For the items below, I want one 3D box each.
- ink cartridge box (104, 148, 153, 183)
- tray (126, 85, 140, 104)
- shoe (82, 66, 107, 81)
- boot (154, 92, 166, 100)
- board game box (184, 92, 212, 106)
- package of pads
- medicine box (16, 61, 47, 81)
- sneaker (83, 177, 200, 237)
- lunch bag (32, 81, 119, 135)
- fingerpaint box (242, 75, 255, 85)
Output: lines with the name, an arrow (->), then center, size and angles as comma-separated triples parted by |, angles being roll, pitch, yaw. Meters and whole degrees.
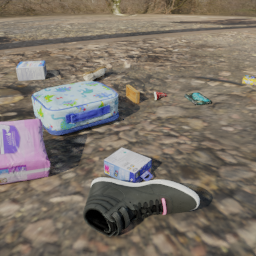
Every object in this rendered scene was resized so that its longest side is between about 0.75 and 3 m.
ink cartridge box -> 0.069, 1.017, 7.214 | 1.178, 0.450, 0.803 | 17, 32, 33
tray -> 0.202, -1.436, 11.869 | 0.190, 0.507, 1.028 | -11, 30, -22
shoe -> -1.665, -2.742, 14.490 | 0.685, 0.523, 1.958 | -22, 9, 34
boot -> 1.387, -1.384, 12.048 | 0.548, 0.275, 0.759 | 4, 24, 4
board game box -> 2.950, -1.239, 11.879 | 0.727, 0.151, 1.075 | -8, 28, -16
package of pads -> -3.307, 0.612, 6.978 | 2.519, 0.953, 1.518 | -6, 46, -21
medicine box -> -5.029, -3.020, 14.704 | 1.360, 0.700, 1.239 | -5, 28, -10
sneaker -> 0.196, 1.672, 5.637 | 2.394, 0.846, 1.187 | 2, 29, 15
lunch bag -> -1.819, -0.758, 9.880 | 2.750, 1.134, 2.211 | -18, 31, -31
fingerpaint box -> 6.161, -2.379, 13.922 | 0.781, 0.287, 0.652 | 16, 31, 28
